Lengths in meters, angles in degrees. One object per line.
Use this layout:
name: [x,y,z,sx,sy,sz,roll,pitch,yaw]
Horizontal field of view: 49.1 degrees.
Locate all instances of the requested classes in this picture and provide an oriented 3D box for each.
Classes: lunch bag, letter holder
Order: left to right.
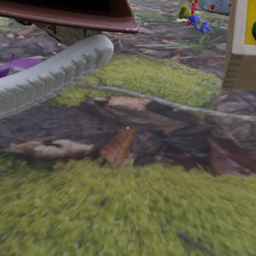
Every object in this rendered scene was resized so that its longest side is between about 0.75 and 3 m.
letter holder: [-0.877,-2.141,3.596,2.207,1.110,1.569,2,46,-17]
lunch bag: [-1.407,-3.204,6.460,2.144,2.614,1.537,34,34,5]
lunch bag: [2.096,-3.104,6.231,1.658,0.627,1.329,1,53,-22]

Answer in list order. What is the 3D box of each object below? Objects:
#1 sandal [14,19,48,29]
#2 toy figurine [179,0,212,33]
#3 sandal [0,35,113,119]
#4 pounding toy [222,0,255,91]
sandal: [-1.972,-2.164,5.303,0.660,0.444,1.644,29,15,-44]
toy figurine: [1.007,-1.531,3.914,0.450,0.396,0.752,39,16,10]
sandal: [-1.592,-0.842,4.492,2.841,1.156,0.698,-26,81,-14]
pounding toy: [3.056,-2.085,4.672,2.477,1.290,2.820,7,72,14]
